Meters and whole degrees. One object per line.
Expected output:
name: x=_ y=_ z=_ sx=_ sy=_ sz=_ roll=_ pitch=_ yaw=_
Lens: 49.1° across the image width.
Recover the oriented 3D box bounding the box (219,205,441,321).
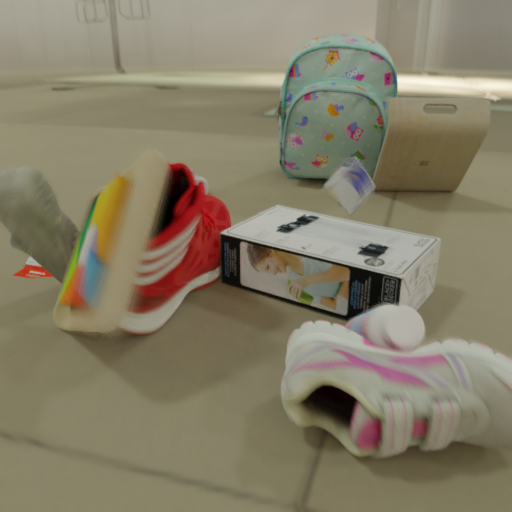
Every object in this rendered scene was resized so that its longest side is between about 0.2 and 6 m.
box: x=1.081 y=0.078 z=8.515 sx=2.913 sy=0.876 sz=1.699 roll=15 pitch=27 yaw=30

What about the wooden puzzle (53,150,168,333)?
wooden puzzle: x=-1.913 y=-0.121 z=6.822 sx=0.420 sy=2.087 sz=2.256 roll=22 pitch=-16 yaw=-29

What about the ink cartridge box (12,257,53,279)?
ink cartridge box: x=-3.500 y=0.122 z=9.293 sx=0.683 sy=0.240 sz=0.840 roll=8 pitch=20 yaw=17

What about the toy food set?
toy food set: x=3.707 y=-2.392 z=12.456 sx=2.027 sy=2.824 sz=0.853 roll=1 pitch=63 yaw=2

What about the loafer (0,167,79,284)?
loafer: x=-3.049 y=-0.312 z=7.926 sx=0.785 sy=2.250 sz=0.787 roll=-9 pitch=47 yaw=4

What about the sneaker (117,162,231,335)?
sneaker: x=-0.907 y=-0.523 z=8.098 sx=1.374 sy=2.026 sz=3.507 roll=27 pitch=33 yaw=-1

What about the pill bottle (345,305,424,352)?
pill bottle: x=1.408 y=0.868 z=6.229 sx=0.579 sy=0.579 sz=1.064 roll=-7 pitch=-15 yaw=-15

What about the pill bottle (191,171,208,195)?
pill bottle: x=-1.513 y=-1.676 z=13.031 sx=0.542 sy=0.542 sz=0.935 roll=-11 pitch=26 yaw=-23

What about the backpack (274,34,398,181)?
backpack: x=1.997 y=-3.558 z=13.732 sx=3.019 sy=3.435 sz=2.633 roll=6 pitch=26 yaw=11

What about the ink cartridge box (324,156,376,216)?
ink cartridge box: x=1.651 y=-1.222 z=9.811 sx=0.741 sy=0.750 sz=0.176 roll=-47 pitch=34 yaw=-8

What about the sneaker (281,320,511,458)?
sneaker: x=1.372 y=1.450 z=5.325 sx=2.587 sy=1.052 sz=1.141 roll=5 pitch=29 yaw=23
